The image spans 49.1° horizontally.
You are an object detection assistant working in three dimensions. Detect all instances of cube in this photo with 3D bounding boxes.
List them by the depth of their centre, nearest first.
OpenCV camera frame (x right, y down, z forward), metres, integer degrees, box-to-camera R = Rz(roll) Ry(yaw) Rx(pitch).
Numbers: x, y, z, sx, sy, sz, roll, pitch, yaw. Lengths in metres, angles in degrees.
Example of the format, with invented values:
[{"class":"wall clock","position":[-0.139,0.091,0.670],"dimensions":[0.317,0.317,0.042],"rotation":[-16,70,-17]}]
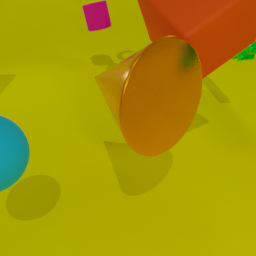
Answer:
[{"class":"cube","position":[1.148,-1.851,4.580],"dimensions":[1.382,1.382,1.382],"rotation":[-36,64,2]}]

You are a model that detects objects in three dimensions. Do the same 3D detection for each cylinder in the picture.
[{"class":"cylinder","position":[-1.010,-3.669,9.174],"dimensions":[0.803,0.803,0.803],"rotation":[-10,27,5]}]

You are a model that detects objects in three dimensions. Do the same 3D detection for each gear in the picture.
[{"class":"gear","position":[2.779,-2.597,6.728],"dimensions":[0.348,1.880,1.880],"rotation":[-7,35,-7]}]

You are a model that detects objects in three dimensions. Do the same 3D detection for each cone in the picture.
[{"class":"cone","position":[-0.025,-0.587,4.057],"dimensions":[1.544,1.544,1.550],"rotation":[-28,35,-34]}]

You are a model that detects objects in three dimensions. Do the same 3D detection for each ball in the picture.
[{"class":"ball","position":[-1.756,0.321,3.491],"dimensions":[1.004,1.004,1.004],"rotation":[0,35,0]}]
